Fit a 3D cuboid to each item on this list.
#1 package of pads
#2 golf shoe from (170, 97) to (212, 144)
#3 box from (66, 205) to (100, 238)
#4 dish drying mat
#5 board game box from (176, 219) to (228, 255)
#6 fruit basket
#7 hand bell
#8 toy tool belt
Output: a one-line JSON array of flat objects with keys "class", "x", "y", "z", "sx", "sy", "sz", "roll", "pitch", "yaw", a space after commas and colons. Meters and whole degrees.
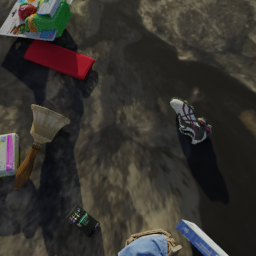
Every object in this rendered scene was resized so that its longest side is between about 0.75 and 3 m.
[{"class": "package of pads", "x": -4.126, "y": 0.899, "z": 9.059, "sx": 1.055, "sy": 0.466, "sz": 1.365, "roll": -8, "pitch": 65, "yaw": -4}, {"class": "golf shoe", "x": 1.980, "y": -0.298, "z": 9.522, "sx": 0.801, "sy": 0.702, "sz": 1.818, "roll": -38, "pitch": 70, "yaw": -9}, {"class": "box", "x": -1.297, "y": 2.700, "z": 8.133, "sx": 0.821, "sy": 0.610, "sz": 0.510, "roll": 34, "pitch": 69, "yaw": 15}, {"class": "dish drying mat", "x": -2.666, "y": -2.674, "z": 10.876, "sx": 2.658, "sy": 0.242, "sz": 1.021, "roll": 22, "pitch": 67, "yaw": 9}, {"class": "board game box", "x": 2.035, "y": 3.065, "z": 7.337, "sx": 0.312, "sy": 1.430, "sz": 1.437, "roll": -50, "pitch": 57, "yaw": 0}, {"class": "fruit basket", "x": -3.715, "y": -4.574, "z": 11.255, "sx": 2.533, "sy": 1.187, "sz": 2.346, "roll": 13, "pitch": 66, "yaw": 10}, {"class": "hand bell", "x": -2.968, "y": 0.710, "z": 8.970, "sx": 1.354, "sy": 1.354, "sz": 2.600, "roll": 19, "pitch": 79, "yaw": 9}, {"class": "toy tool belt", "x": 0.302, "y": 3.493, "z": 7.341, "sx": 2.184, "sy": 1.342, "sz": 1.363, "roll": -18, "pitch": 68, "yaw": -7}]
